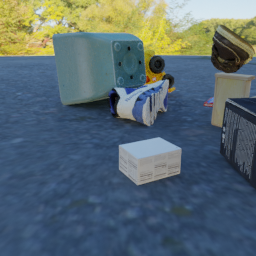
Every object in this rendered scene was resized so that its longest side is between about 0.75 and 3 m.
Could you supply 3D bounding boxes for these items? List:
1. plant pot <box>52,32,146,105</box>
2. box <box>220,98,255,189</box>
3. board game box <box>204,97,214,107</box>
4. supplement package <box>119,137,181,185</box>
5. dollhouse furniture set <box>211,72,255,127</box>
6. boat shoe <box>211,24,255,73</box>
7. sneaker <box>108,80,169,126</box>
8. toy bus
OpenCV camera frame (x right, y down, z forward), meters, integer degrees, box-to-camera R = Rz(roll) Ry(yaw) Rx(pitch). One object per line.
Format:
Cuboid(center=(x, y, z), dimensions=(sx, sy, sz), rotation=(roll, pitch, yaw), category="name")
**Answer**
Cuboid(center=(-0.817, -2.319, 10.503), dimensions=(2.714, 2.664, 2.657), rotation=(7, 18, 44), category="plant pot")
Cuboid(center=(3.129, 0.276, 5.060), dimensions=(2.131, 1.321, 2.095), rotation=(-2, 18, -5), category="box")
Cuboid(center=(3.546, -1.040, 11.204), dimensions=(0.698, 0.132, 1.356), rotation=(10, 20, 26), category="board game box")
Cuboid(center=(0.409, 0.599, 5.379), dimensions=(0.960, 0.532, 0.748), rotation=(-9, 20, -28), category="supplement package")
Cuboid(center=(3.700, -0.945, 8.573), dimensions=(2.366, 1.540, 2.173), rotation=(-14, 23, -37), category="dollhouse furniture set")
Cuboid(center=(1.853, -1.310, 5.107), dimensions=(0.709, 0.627, 1.936), rotation=(48, 22, 20), category="boat shoe")
Cuboid(center=(0.311, -0.994, 9.331), dimensions=(1.685, 1.178, 2.917), rotation=(9, 21, 20), category="sneaker")
Cuboid(center=(0.800, -2.076, 12.365), dimensions=(1.981, 2.064, 1.400), rotation=(-40, 21, -11), category="toy bus")
